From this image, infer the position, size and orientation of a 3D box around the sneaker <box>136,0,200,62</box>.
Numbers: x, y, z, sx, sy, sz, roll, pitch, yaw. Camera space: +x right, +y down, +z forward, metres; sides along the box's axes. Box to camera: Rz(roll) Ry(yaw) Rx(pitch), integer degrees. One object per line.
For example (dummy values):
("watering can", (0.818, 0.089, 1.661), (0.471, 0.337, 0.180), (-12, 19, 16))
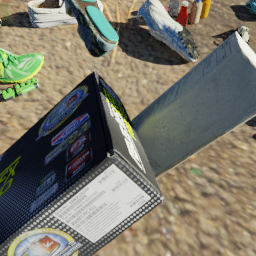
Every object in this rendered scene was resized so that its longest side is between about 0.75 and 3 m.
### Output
("sneaker", (1.266, -2.985, 8.883), (0.949, 0.957, 2.641), (-15, 63, -48))

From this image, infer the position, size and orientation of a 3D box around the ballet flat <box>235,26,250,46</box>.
("ballet flat", (3.756, -2.997, 9.049), (0.406, 0.408, 1.194), (2, 54, 2))

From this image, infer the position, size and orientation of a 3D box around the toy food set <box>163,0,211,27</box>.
("toy food set", (1.779, -4.141, 9.549), (2.019, 0.908, 0.964), (8, 55, 5))

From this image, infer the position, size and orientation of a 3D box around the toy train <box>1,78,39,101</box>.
("toy train", (-2.985, -1.065, 7.807), (1.075, 0.224, 0.303), (-29, 69, -19))

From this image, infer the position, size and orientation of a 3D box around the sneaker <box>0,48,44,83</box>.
("sneaker", (-3.573, -1.811, 7.855), (2.341, 0.978, 0.867), (-8, 54, -7))

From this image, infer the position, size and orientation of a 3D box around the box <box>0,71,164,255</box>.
("box", (-1.208, 0.796, 3.333), (2.991, 0.662, 2.396), (-40, 26, 10))

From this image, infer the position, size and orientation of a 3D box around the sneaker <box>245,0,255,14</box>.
("sneaker", (4.606, -4.195, 9.974), (0.446, 0.434, 1.119), (-27, 52, 4))

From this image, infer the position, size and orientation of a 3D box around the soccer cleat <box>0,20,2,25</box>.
("soccer cleat", (-4.573, -3.731, 9.622), (0.470, 0.378, 1.102), (-2, 57, -13))

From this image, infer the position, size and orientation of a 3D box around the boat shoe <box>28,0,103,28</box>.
("boat shoe", (-2.125, -4.165, 9.572), (2.566, 0.896, 0.910), (-12, 56, -8))

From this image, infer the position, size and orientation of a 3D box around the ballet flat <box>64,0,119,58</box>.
("ballet flat", (-1.030, -2.589, 6.307), (0.865, 0.865, 2.330), (-21, 74, -14))

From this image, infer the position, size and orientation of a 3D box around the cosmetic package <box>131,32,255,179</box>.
("cosmetic package", (0.784, -0.215, 3.523), (0.696, 1.905, 0.986), (46, 32, -9))
